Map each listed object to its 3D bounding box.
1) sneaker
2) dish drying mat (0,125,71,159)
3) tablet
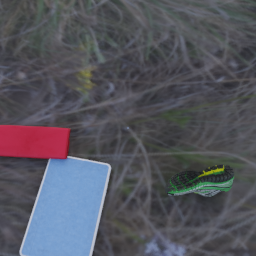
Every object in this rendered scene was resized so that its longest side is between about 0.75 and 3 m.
[{"bbox_3d":[2.073,1.706,8.097,2.003,0.782,0.853,-10,118,5],"label":"sneaker"},{"bbox_3d":[-3.093,0.428,8.655,2.578,0.235,0.990,3,71,3],"label":"dish drying mat"},{"bbox_3d":[-1.702,2.268,8.015,1.927,0.202,2.962,10,66,3],"label":"tablet"}]
